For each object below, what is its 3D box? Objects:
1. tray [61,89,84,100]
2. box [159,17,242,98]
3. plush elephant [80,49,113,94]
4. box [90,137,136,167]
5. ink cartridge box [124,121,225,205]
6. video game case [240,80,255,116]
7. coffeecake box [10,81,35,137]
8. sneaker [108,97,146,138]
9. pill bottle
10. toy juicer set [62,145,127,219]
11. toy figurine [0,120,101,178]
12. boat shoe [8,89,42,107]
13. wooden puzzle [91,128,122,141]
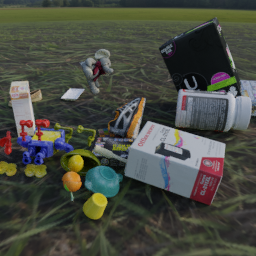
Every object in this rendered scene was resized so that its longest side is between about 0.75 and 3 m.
[{"bbox_3d":[-2.446,-1.489,12.543,0.712,0.147,1.326,2,26,7],"label":"tray"},{"bbox_3d":[2.763,-2.270,10.439,2.095,2.820,1.753,-19,17,27],"label":"box"},{"bbox_3d":[-0.942,-1.920,9.111,1.013,1.078,1.309,-22,49,-5],"label":"plush elephant"},{"bbox_3d":[-0.349,0.661,7.964,1.392,0.308,1.115,2,26,4],"label":"box"},{"bbox_3d":[1.156,0.759,6.798,2.090,0.866,1.523,17,31,13],"label":"ink cartridge box"},{"bbox_3d":[5.335,-1.271,11.507,2.590,0.649,2.857,7,27,14],"label":"video game case"},{"bbox_3d":[-3.460,-0.648,9.253,0.556,1.522,1.168,-8,27,-15],"label":"coffeecake box"},{"bbox_3d":[0.024,-0.447,9.401,0.938,0.950,2.429,11,27,6],"label":"sneaker"},{"bbox_3d":[2.781,-0.561,9.347,2.273,1.295,1.295,6,27,11],"label":"pill bottle"},{"bbox_3d":[-0.759,1.093,6.559,1.329,0.568,2.089,35,31,6],"label":"toy juicer set"},{"bbox_3d":[-2.057,0.253,7.592,2.905,1.532,1.740,3,21,3],"label":"toy figurine"},{"bbox_3d":[-4.309,-1.260,11.689,0.529,0.479,1.486,19,32,34],"label":"boat shoe"},{"bbox_3d":[-0.545,0.215,9.119,1.337,0.094,0.793,-4,27,-10],"label":"wooden puzzle"}]
